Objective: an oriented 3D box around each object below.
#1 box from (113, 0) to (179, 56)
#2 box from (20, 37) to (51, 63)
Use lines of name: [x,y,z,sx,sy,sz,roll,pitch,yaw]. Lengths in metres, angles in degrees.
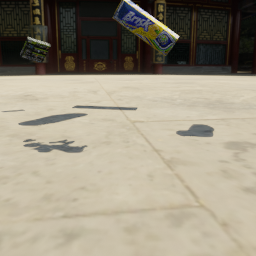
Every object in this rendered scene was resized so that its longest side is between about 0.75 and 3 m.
box: [0.721,-3.923,10.905,2.541,0.817,0.890,35,28,0]
box: [-3.485,-2.910,10.511,0.869,0.839,0.206,8,42,-40]
